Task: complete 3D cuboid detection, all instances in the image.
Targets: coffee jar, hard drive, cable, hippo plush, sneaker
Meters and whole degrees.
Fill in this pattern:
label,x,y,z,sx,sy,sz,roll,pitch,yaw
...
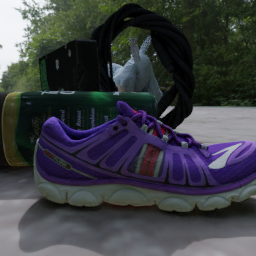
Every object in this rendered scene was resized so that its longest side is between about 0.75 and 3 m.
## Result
label,x,y,z,sx,sy,sz,roll,pitch,yaw
coffee jar,-0.717,-0.007,3.532,2.117,0.903,1.104,-1,5,-4
hard drive,-1.461,-0.846,6.677,0.540,1.993,2.853,-7,7,-31
cable,0.258,-1.194,6.029,2.337,2.865,0.728,4,14,27
hippo plush,-0.330,-1.562,9.906,2.321,2.887,2.299,5,25,44
sneaker,0.184,0.184,2.195,1.873,0.781,0.755,0,5,-1
